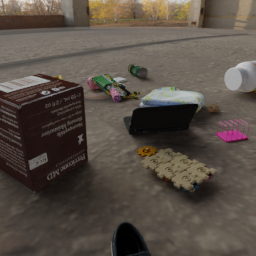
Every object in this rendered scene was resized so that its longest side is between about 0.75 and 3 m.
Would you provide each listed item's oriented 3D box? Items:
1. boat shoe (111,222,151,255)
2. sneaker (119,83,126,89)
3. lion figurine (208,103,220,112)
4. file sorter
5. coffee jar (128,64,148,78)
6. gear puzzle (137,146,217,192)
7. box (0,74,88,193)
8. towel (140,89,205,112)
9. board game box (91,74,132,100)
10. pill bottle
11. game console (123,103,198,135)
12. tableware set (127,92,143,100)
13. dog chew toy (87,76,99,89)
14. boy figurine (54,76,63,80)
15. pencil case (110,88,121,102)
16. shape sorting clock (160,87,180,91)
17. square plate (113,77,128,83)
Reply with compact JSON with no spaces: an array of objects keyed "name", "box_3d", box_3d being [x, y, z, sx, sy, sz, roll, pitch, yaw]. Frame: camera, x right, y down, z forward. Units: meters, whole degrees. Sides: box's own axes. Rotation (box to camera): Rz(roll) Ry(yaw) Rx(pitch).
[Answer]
[{"name":"boat shoe","box_3d":[0.130,2.582,4.987,0.813,0.678,2.178,-4,27,-13]},{"name":"sneaker","box_3d":[-0.751,-2.136,15.214,1.175,0.447,0.849,13,36,9]},{"name":"lion figurine","box_3d":[3.905,-0.936,12.874,0.555,0.329,0.907,-6,10,10]},{"name":"file sorter","box_3d":[3.876,0.062,10.361,0.953,0.597,0.662,-7,26,-15]},{"name":"coffee jar","box_3d":[0.608,-3.751,18.302,0.791,0.647,1.517,-9,26,-25]},{"name":"gear puzzle","box_3d":[1.185,1.147,8.466,1.398,0.354,2.700,-21,30,-33]},{"name":"box","box_3d":[-2.667,-0.014,8.214,2.106,2.564,2.127,19,32,33]},{"name":"towel","box_3d":[2.083,-1.220,12.859,2.669,0.643,2.284,6,21,19]},{"name":"board game box","box_3d":[-0.881,-2.157,14.702,1.092,0.244,2.084,-24,53,-36]},{"name":"pill bottle","box_3d":[6.759,-2.811,15.195,2.909,1.615,1.615,-12,28,-24]},{"name":"game console","box_3d":[1.149,-0.579,10.780,2.402,1.398,2.113,-5,26,-10]},{"name":"tableware set","box_3d":[0.336,-1.719,14.617,0.709,0.161,1.052,15,30,29]},{"name":"dog chew toy","box_3d":[-1.709,-2.548,15.819,1.142,0.711,0.711,-3,25,-23]},{"name":"boy figurine","box_3d":[-4.459,-1.965,14.281,2.904,0.936,1.806,-23,31,-35]},{"name":"pencil case","box_3d":[-0.552,-1.426,12.006,0.334,0.320,0.772,3,31,-19]},{"name":"shape sorting clock","box_3d":[2.102,-1.856,14.768,1.296,0.254,1.296,-8,31,5]},{"name":"square plate","box_3d":[-0.602,-2.967,17.286,0.873,0.124,0.865,23,33,40]}]
